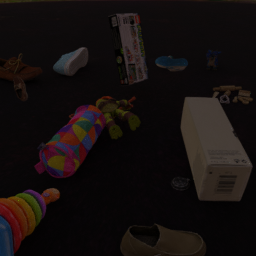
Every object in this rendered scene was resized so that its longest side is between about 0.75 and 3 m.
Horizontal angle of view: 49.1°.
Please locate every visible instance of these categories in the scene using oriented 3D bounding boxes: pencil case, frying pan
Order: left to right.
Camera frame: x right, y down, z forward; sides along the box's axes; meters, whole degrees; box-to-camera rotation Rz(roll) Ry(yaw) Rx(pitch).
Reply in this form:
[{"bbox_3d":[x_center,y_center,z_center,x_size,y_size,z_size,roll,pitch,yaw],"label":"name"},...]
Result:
[{"bbox_3d":[-1.510,0.295,7.879,1.138,1.138,2.574,9,30,14],"label":"pencil case"},{"bbox_3d":[1.456,1.364,7.003,0.757,0.123,0.458,-4,31,0],"label":"frying pan"}]

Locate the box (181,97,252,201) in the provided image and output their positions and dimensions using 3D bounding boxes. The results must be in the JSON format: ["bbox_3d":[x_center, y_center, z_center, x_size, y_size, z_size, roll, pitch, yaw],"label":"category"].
[{"bbox_3d":[2.134,0.401,7.343,1.018,1.223,2.976,1,36,0],"label":"box"}]

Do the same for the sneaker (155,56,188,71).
[{"bbox_3d":[1.523,-2.248,10.026,1.157,0.467,0.443,5,69,-10],"label":"sneaker"}]

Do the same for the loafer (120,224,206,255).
[{"bbox_3d":[0.663,2.145,5.213,1.616,0.545,0.614,-1,30,-1],"label":"loafer"}]

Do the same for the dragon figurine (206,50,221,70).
[{"bbox_3d":[4.515,-3.744,14.744,0.656,1.108,2.228,13,32,20],"label":"dragon figurine"}]

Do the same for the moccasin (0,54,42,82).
[{"bbox_3d":[-5.393,-2.873,13.209,2.959,1.142,1.082,14,33,23],"label":"moccasin"}]

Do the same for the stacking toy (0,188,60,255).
[{"bbox_3d":[-2.098,1.712,5.734,1.140,1.078,1.965,13,21,26],"label":"stacking toy"}]

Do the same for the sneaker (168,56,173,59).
[{"bbox_3d":[2.276,-3.566,15.183,0.478,0.427,1.196,22,38,18],"label":"sneaker"}]

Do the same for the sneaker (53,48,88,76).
[{"bbox_3d":[-2.960,-3.580,14.556,1.128,1.017,2.752,12,32,11],"label":"sneaker"}]

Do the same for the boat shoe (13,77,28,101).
[{"bbox_3d":[-3.987,-1.465,10.296,0.369,0.975,0.350,-27,-7,10],"label":"boat shoe"}]

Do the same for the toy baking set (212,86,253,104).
[{"bbox_3d":[4.202,-1.395,11.588,1.976,0.230,1.516,0,30,-1],"label":"toy baking set"}]

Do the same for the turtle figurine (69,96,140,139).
[{"bbox_3d":[-0.502,-0.582,9.566,2.678,0.862,2.159,-16,34,-26],"label":"turtle figurine"}]

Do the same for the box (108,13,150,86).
[{"bbox_3d":[0.099,-3.232,11.522,0.473,2.725,1.500,3,20,40],"label":"box"}]
